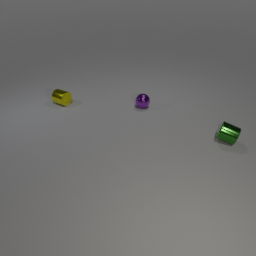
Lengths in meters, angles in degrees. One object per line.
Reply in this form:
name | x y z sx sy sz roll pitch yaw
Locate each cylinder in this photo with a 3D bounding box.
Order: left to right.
cylinder | -3.196 -1.486 13.552 0.700 0.700 0.700 19 37 27
cylinder | 3.856 0.192 10.750 0.700 0.700 0.700 25 38 12

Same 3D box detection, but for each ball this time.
ball | 0.698 -1.280 13.239 0.700 0.700 0.700 0 32 0
